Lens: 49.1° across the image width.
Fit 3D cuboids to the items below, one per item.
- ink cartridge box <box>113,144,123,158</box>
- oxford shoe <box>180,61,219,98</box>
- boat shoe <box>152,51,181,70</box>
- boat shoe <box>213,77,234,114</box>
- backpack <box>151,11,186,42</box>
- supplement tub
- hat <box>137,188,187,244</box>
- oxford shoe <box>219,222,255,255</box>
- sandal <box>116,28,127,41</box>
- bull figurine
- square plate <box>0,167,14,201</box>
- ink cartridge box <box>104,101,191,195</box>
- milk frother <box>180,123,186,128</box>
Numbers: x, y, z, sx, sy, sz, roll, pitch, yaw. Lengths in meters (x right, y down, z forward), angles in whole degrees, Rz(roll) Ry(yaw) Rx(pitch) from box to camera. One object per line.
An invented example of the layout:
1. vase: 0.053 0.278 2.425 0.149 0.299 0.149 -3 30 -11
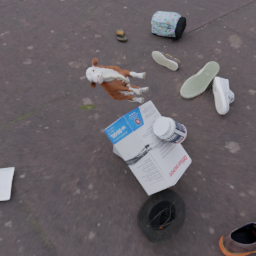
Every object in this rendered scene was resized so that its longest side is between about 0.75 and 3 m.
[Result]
1. ink cartridge box: 0.143 0.512 10.474 0.863 0.859 1.187 29 51 23
2. oxford shoe: 3.347 -2.165 13.096 0.907 0.697 2.412 44 74 5
3. boat shoe: 1.965 -3.517 14.365 1.626 0.584 0.484 35 53 23
4. boat shoe: 4.282 -1.445 12.397 0.795 0.835 2.319 3 38 4
5. backpack: 2.291 -5.947 16.139 1.907 1.207 1.591 16 52 18
6. supplement tub: 1.293 0.075 8.628 0.964 0.677 0.677 23 30 -43
7. hat: 1.151 2.723 8.459 1.756 0.708 1.756 -30 35 24
8. oxford shoe: 3.911 3.112 8.102 2.438 0.884 0.868 -12 49 -11
9. sandal: -0.405 -5.501 16.263 0.607 0.405 1.485 -6 48 -5
10. bull figurine: -0.241 -1.275 8.067 1.478 2.435 0.793 14 89 10
11. square plate: -4.611 1.985 9.608 1.282 0.184 1.294 -6 48 -5
12. ink cartridge box: 0.712 0.599 9.134 2.535 1.069 1.851 56 37 1
13. milk frother: 1.665 0.132 10.742 0.955 1.015 0.916 -5 52 -4
